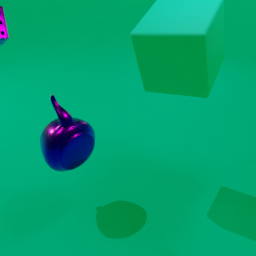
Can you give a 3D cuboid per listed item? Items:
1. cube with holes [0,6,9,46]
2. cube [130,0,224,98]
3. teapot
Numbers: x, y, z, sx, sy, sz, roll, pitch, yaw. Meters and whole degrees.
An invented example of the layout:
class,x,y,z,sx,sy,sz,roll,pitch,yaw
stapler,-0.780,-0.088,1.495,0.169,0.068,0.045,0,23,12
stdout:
class,x,y,z,sx,sy,sz,roll,pitch,yaw
cube with holes,-3.266,-2.335,6.449,0.717,0.717,0.717,-13,8,-35
cube,0.821,-1.246,4.324,1.069,1.069,1.069,10,51,27
teapot,-1.144,0.194,5.077,0.817,1.669,1.038,35,49,31
